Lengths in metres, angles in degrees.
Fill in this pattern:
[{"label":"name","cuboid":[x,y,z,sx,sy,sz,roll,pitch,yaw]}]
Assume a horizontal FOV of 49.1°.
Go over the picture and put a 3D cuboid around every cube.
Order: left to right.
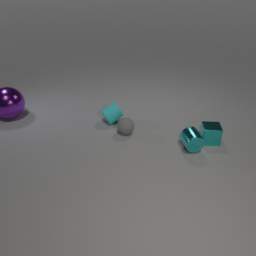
[{"label":"cube","cuboid":[3.191,0.212,10.788,0.700,0.700,0.700,2,31,4]}]

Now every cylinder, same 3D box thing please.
[{"label":"cylinder","cuboid":[-0.669,-0.630,11.987,0.700,0.700,0.700,-37,39,-6]},{"label":"cylinder","cuboid":[2.349,0.416,10.218,0.700,0.700,0.700,-6,37,-10]}]

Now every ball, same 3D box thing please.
[{"label":"ball","cuboid":[-5.246,-1.094,12.259,1.400,1.400,1.400,0,31,0]},{"label":"ball","cuboid":[-0.090,-0.081,11.252,0.700,0.700,0.700,0,31,0]}]
